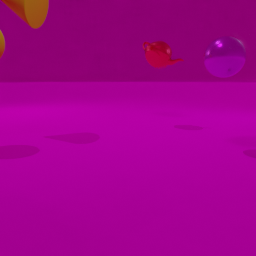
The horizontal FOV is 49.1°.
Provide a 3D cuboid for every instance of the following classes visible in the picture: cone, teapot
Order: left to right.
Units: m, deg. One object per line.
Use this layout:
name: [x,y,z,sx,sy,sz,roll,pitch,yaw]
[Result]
cone: [-3.125,-3.592,7.812,1.316,1.311,1.311,15,12,7]
teapot: [1.065,-2.380,9.010,1.469,0.913,0.719,34,65,18]

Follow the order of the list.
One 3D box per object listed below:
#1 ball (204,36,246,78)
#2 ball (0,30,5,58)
ball: [2.026,-1.488,5.883,0.844,0.844,0.844,0,10,0]
ball: [-3.322,-1.914,6.218,1.079,1.079,1.079,0,10,0]
